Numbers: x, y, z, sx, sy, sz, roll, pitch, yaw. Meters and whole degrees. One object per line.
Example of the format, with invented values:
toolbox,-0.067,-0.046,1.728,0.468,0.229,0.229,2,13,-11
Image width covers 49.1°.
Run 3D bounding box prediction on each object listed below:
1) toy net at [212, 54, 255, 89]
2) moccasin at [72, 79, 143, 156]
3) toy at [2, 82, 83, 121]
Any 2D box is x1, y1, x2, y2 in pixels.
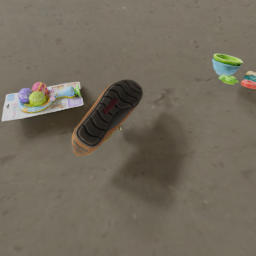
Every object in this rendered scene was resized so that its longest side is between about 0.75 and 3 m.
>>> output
toy net,4.068,-1.605,8.500,2.980,0.576,1.563,9,26,-6
moccasin,-0.511,-0.321,7.677,1.027,1.084,2.808,35,57,-5
toy,-2.587,-1.001,8.405,2.336,0.552,1.345,-9,41,-8
